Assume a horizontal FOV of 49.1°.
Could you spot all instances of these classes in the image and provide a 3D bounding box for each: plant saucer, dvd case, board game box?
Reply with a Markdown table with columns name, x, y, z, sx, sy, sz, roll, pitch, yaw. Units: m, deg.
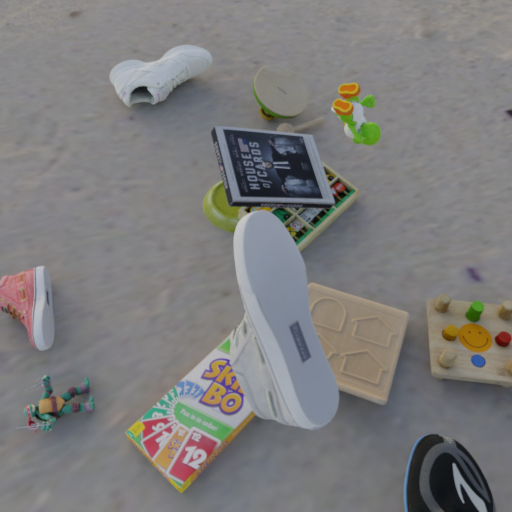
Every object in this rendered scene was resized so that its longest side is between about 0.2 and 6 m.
| name | x | y | z | sx | sy | sz | roll | pitch | yaw |
| --- | --- | --- | --- | --- | --- | --- | --- | --- | --- |
| plant saucer | -0.298 | -1.077 | 10.967 | 1.502 | 0.233 | 1.502 | 0 | 51 | -1 |
| dvd case | 0.312 | -1.568 | 10.043 | 2.078 | 0.257 | 1.562 | -1 | 65 | -29 |
| board game box | -0.639 | 2.185 | 8.332 | 1.142 | 0.358 | 2.390 | 36 | 57 | 24 |

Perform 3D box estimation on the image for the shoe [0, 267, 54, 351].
| name | x | y | z | sx | sy | sz | roll | pitch | yaw |
| --- | --- | --- | --- | --- | --- | --- | --- | --- | --- |
| shoe | -3.795 | 0.905 | 9.183 | 0.773 | 0.607 | 1.700 | -13 | 47 | -9 |

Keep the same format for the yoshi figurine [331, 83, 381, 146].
| name | x | y | z | sx | sy | sz | roll | pitch | yaw |
| --- | --- | --- | --- | --- | --- | --- | --- | --- | --- |
| yoshi figurine | 1.663 | -2.157 | 8.899 | 0.682 | 1.213 | 0.679 | -27 | 60 | 12 |

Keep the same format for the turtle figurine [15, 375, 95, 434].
| name | x | y | z | sx | sy | sz | roll | pitch | yaw |
| --- | --- | --- | --- | --- | --- | --- | --- | --- | --- |
| turtle figurine | -2.968 | 2.162 | 8.189 | 1.097 | 0.552 | 0.821 | -9 | 65 | -27 |

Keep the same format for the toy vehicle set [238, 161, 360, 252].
| name | x | y | z | sx | sy | sz | roll | pitch | yaw |
| --- | --- | --- | --- | --- | --- | --- | --- | --- | --- |
| toy vehicle set | 0.845 | -0.987 | 10.708 | 1.323 | 0.282 | 2.129 | 40 | 61 | 15 |

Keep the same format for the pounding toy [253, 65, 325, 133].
| name | x | y | z | sx | sy | sz | roll | pitch | yaw |
| --- | --- | --- | --- | --- | --- | --- | --- | --- | --- |
| pounding toy | 0.528 | -3.346 | 12.580 | 1.311 | 0.788 | 1.698 | -28 | 83 | -29 |

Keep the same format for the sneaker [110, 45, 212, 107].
| name | x | y | z | sx | sy | sz | roll | pitch | yaw |
| --- | --- | --- | --- | --- | --- | --- | --- | --- | --- |
| sneaker | -2.109 | -4.104 | 13.102 | 2.421 | 0.907 | 1.206 | -20 | 66 | -9 |

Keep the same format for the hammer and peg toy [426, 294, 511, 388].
| name | x | y | z | sx | sy | sz | roll | pitch | yaw |
| --- | --- | --- | --- | --- | --- | --- | --- | --- | --- |
| hammer and peg toy | 3.707 | 1.370 | 8.707 | 1.996 | 0.704 | 1.468 | 7 | 52 | 5 |

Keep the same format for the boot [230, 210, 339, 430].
| name | x | y | z | sx | sy | sz | roll | pitch | yaw |
| --- | --- | --- | --- | --- | --- | --- | --- | --- | --- |
| boot | 0.034 | 0.898 | 7.321 | 1.040 | 1.351 | 2.827 | -17 | 92 | -42 |

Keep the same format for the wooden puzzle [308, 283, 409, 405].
| name | x | y | z | sx | sy | sz | roll | pitch | yaw |
| --- | --- | --- | --- | --- | --- | --- | --- | --- | --- |
| wooden puzzle | 1.395 | 1.383 | 8.915 | 1.720 | 0.430 | 1.857 | 17 | 49 | 13 |

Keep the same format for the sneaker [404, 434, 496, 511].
| name | x | y | z | sx | sy | sz | roll | pitch | yaw |
| --- | --- | --- | --- | --- | --- | --- | --- | --- | --- |
| sneaker | 2.513 | 3.680 | 6.429 | 1.186 | 1.386 | 3.345 | 3 | 52 | 0 |
